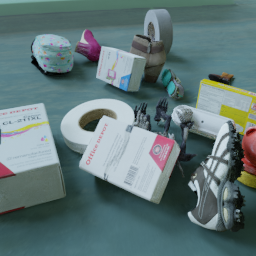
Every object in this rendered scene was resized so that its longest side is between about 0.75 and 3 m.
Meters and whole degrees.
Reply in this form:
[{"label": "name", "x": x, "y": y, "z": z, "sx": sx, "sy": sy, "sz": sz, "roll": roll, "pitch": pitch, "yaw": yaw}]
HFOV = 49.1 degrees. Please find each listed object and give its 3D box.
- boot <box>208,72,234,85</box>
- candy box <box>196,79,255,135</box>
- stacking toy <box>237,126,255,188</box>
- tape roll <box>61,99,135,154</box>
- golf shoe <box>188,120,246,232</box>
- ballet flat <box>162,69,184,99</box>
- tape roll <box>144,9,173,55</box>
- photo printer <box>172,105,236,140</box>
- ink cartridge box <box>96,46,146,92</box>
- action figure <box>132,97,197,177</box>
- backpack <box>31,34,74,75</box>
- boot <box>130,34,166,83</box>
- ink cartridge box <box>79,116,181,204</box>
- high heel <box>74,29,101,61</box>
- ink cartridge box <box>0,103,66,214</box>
[{"label": "boot", "x": 3.602, "y": -2.026, "z": 10.834, "sx": 0.807, "sy": 0.293, "sz": 0.857, "roll": 19, "pitch": 39, "yaw": 25}, {"label": "candy box", "x": 3.082, "y": -0.472, "z": 7.840, "sx": 2.402, "sy": 1.228, "sz": 0.317, "roll": 24, "pitch": 36, "yaw": 29}, {"label": "stacking toy", "x": 3.944, "y": 0.952, "z": 5.758, "sx": 2.965, "sy": 1.252, "sz": 2.684, "roll": -1, "pitch": 35, "yaw": -3}, {"label": "tape roll", "x": -0.816, "y": -0.095, "z": 7.828, "sx": 2.102, "sy": 0.384, "sz": 2.102, "roll": -5, "pitch": 39, "yaw": 4}, {"label": "golf shoe", "x": 1.726, "y": 0.845, "z": 5.602, "sx": 1.098, "sy": 0.904, "sz": 2.324, "roll": -8, "pitch": 49, "yaw": 34}, {"label": "ballet flat", "x": 1.632, "y": -1.535, "z": 10.005, "sx": 0.639, "sy": 0.639, "sz": 1.777, "roll": -3, "pitch": 36, "yaw": -4}, {"label": "tape roll", "x": 1.320, "y": -4.210, "z": 12.440, "sx": 0.648, "sy": 1.963, "sz": 1.963, "roll": -10, "pitch": 37, "yaw": -12}, {"label": "photo printer", "x": 1.978, "y": -0.108, "z": 7.399, "sx": 1.607, "sy": 0.558, "sz": 1.337, "roll": 20, "pitch": -1, "yaw": 27}, {"label": "ink cartridge box", "x": -0.288, "y": -2.096, "z": 9.899, "sx": 1.642, "sy": 1.187, "sz": 0.695, "roll": 29, "pitch": 25, "yaw": 37}, {"label": "action figure", "x": 0.820, "y": 0.061, "z": 7.056, "sx": 1.510, "sy": 1.297, "sz": 2.541, "roll": -7, "pitch": 33, "yaw": -8}, {"label": "backpack", "x": -3.010, "y": -2.997, "z": 11.279, "sx": 1.788, "sy": 1.356, "sz": 2.143, "roll": -12, "pitch": 37, "yaw": -18}, {"label": "boot", "x": 0.302, "y": -2.624, "z": 10.462, "sx": 2.280, "sy": 1.667, "sz": 0.801, "roll": 11, "pitch": 35, "yaw": 14}, {"label": "ink cartridge box", "x": 0.038, "y": 0.664, "z": 6.124, "sx": 1.794, "sy": 0.757, "sz": 1.299, "roll": 20, "pitch": 79, "yaw": 25}, {"label": "high heel", "x": -1.585, "y": -3.849, "z": 13.054, "sx": 1.343, "sy": 0.943, "sz": 2.799, "roll": 18, "pitch": 24, "yaw": -9}, {"label": "ink cartridge box", "x": -2.647, "y": 0.586, "z": 6.479, "sx": 1.869, "sy": 1.062, "sz": 2.564, "roll": -13, "pitch": 37, "yaw": -17}]
